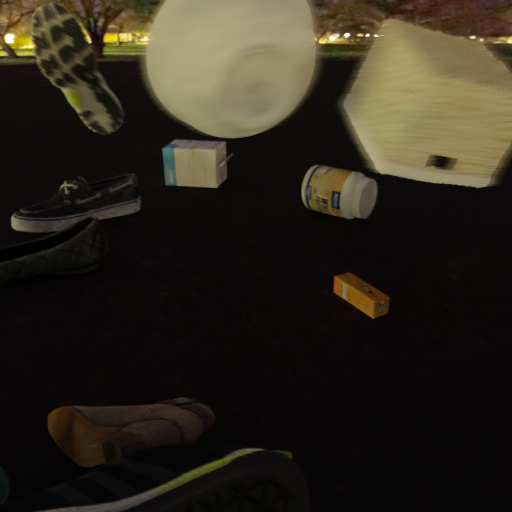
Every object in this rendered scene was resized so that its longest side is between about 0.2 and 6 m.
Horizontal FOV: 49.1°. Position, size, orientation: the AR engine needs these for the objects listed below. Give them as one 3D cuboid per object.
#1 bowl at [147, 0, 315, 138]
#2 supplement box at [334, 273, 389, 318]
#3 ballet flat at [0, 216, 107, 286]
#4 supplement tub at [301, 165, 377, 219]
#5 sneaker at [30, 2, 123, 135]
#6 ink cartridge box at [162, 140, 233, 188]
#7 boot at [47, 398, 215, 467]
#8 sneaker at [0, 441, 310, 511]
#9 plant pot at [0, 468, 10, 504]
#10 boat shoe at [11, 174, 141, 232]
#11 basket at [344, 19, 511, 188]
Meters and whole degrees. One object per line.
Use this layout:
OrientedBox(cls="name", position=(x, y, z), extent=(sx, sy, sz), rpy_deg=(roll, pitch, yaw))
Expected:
OrientedBox(cls="bowl", position=(-0.168, -2.477, 7.520), extent=(2.441, 2.441, 1.097), rpy_deg=(-9, 48, -19))
OrientedBox(cls="supplement box", position=(1.476, 0.548, 7.924), extent=(0.296, 0.306, 0.889), rpy_deg=(-13, 25, -26))
OrientedBox(cls="ballet flat", position=(-3.811, -0.032, 8.518), extent=(3.029, 0.861, 1.007), rpy_deg=(-12, 26, -24))
OrientedBox(cls="supplement tub", position=(1.666, -1.268, 11.228), extent=(1.295, 0.935, 0.935), rpy_deg=(17, 29, 33))
OrientedBox(cls="sneaker", position=(-3.070, -3.121, 9.484), extent=(0.892, 2.302, 0.917), rpy_deg=(-25, 43, -5))
OrientedBox(cls="ink cartridge box", position=(-1.343, -2.196, 13.331), extent=(1.479, 0.926, 0.951), rpy_deg=(5, 24, 11))
OrientedBox(cls="boot", position=(-1.160, 1.609, 5.357), extent=(1.458, 0.512, 1.066), rpy_deg=(6, 10, 41))
OrientedBox(cls="sneaker", position=(-1.027, 2.051, 4.058), extent=(2.967, 1.064, 1.228), rpy_deg=(-7, 2, -18))
OrientedBox(cls="plant pot", position=(-2.638, 1.652, 4.535), extent=(1.037, 1.015, 1.037), rpy_deg=(0, 23, 0))
OrientedBox(cls="boat shoe", position=(-3.478, -1.111, 10.942), extent=(2.579, 0.874, 0.925), rpy_deg=(-16, 28, -31))
OrientedBox(cls="basket", position=(2.422, -2.078, 7.658), extent=(1.778, 1.443, 1.794), rpy_deg=(5, 43, -19))
